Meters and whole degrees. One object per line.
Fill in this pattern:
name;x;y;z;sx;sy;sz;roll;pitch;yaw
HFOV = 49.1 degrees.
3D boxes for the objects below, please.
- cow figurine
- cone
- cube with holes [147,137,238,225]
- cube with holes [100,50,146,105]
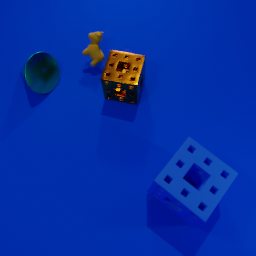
cow figurine;-0.986;-2.502;8.749;0.901;0.503;0.916;-35;104;11
cone;-2.992;-1.744;8.673;1.230;1.225;1.225;14;62;36
cube with holes;1.456;1.308;6.680;1.336;1.336;1.336;38;71;12
cube with holes;-0.108;-1.469;8.254;1.044;1.044;1.044;12;65;9
